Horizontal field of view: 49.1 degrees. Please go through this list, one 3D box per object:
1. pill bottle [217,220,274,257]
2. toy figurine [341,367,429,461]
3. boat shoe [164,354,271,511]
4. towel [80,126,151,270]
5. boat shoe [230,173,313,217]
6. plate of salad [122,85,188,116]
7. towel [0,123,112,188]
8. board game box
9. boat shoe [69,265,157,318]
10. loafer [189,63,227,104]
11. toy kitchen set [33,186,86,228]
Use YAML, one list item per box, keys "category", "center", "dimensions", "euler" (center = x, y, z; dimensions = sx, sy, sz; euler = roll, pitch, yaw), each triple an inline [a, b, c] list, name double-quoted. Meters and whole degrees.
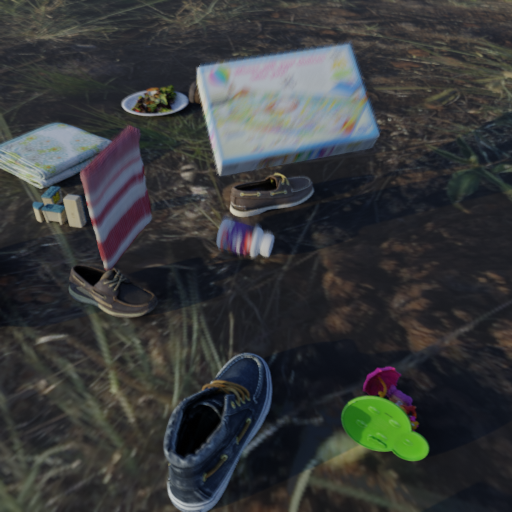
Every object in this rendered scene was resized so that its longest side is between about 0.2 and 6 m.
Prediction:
- category: "pill bottle"
  center: [-0.211, -0.333, 11.529]
  dimensions: [1.084, 0.604, 0.604]
  euler: [14, 39, 10]
- category: "toy figurine"
  center: [1.990, 2.183, 8.246]
  dimensions: [1.284, 0.964, 1.182]
  euler: [31, 33, 4]
- category: "boat shoe"
  center: [-0.430, 2.114, 7.860]
  dimensions: [0.958, 1.229, 2.708]
  euler: [11, 39, 14]
- category: "towel"
  center: [-2.473, -1.012, 10.221]
  dimensions: [0.256, 2.253, 1.623]
  euler: [16, 47, 15]
- category: "boat shoe"
  center: [0.407, -1.539, 13.153]
  dimensions: [2.201, 0.655, 0.791]
  euler: [-17, 40, -21]
- category: "plate of salad"
  center: [-3.214, -4.975, 17.820]
  dimensions: [2.098, 0.504, 2.098]
  euler: [1, 37, -1]
- category: "towel"
  center: [-5.333, -2.704, 14.786]
  dimensions: [2.126, 0.598, 2.484]
  euler: [25, 44, 25]
- category: "board game box"
  center: [0.671, -3.290, 12.523]
  dimensions: [3.571, 0.611, 2.400]
  euler: [-11, 75, -8]
- category: "boat shoe"
  center: [-2.697, 0.613, 10.305]
  dimensions: [1.825, 0.669, 0.680]
  euler: [12, 39, 15]
- category: "loafer"
  center: [-1.270, -5.544, 18.401]
  dimensions: [0.877, 0.903, 2.471]
  euler: [24, 48, 13]
- category: "toy kitchen set"
  center: [-4.362, -1.267, 12.748]
  dimensions: [1.220, 0.719, 0.977]
  euler: [8, 38, 10]
